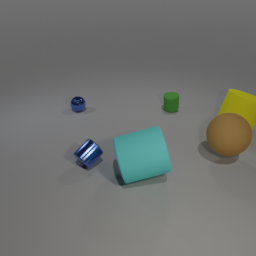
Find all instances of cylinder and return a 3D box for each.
[{"bbox_3d":[1.983,-1.195,12.839,0.700,0.700,0.700,-4,35,3],"label":"cylinder"},{"bbox_3d":[0.414,0.778,8.226,1.400,1.400,1.400,-15,29,1],"label":"cylinder"},{"bbox_3d":[4.296,-0.616,10.807,1.400,1.400,1.400,15,21,-6],"label":"cylinder"},{"bbox_3d":[-1.284,0.826,9.053,0.700,0.700,0.700,28,66,40],"label":"cylinder"}]

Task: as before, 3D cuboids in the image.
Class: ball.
[{"bbox_3d":[3.264,0.204,9.074,1.400,1.400,1.400,0,29,0],"label":"ball"},{"bbox_3d":[-2.285,-1.103,12.822,0.700,0.700,0.700,0,29,0],"label":"ball"}]
